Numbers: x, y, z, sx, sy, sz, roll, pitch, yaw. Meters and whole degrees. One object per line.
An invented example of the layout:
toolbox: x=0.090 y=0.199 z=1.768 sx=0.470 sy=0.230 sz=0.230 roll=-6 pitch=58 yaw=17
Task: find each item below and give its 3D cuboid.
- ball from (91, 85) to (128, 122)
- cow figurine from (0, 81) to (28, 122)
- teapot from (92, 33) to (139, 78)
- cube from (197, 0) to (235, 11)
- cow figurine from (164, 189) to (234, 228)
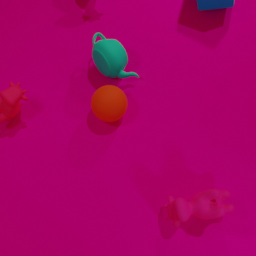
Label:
ball: x=-0.482 y=-0.629 z=7.221 sx=0.939 sy=0.939 sz=0.939 roll=0 pitch=68 yaw=0
cow figurine: x=-2.933 y=-0.657 z=7.058 sx=1.102 sy=1.120 sz=0.615 roll=-42 pitch=94 yaw=3
teapot: x=-0.400 y=-1.913 z=7.665 sx=0.837 sy=1.062 sz=1.709 roll=-36 pitch=85 yaw=-20
cube: x=2.629 y=-4.318 z=8.330 sx=1.050 sy=1.050 sz=1.050 roll=5 pitch=64 yaw=25
cow figurine: x=1.554 y=1.765 z=6.263 sx=1.290 sy=1.311 sz=0.720 roll=-24 pitch=67 yaw=33
